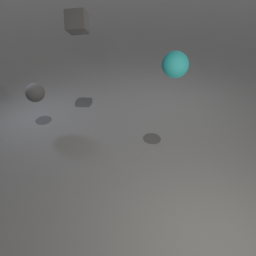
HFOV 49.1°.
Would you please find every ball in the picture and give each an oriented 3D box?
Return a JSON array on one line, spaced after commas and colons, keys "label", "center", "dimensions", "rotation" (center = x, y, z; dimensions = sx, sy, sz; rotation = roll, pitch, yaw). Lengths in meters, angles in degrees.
[{"label": "ball", "center": [-3.415, -1.299, 10.287], "dimensions": [0.700, 0.700, 0.700], "rotation": [0, 31, 0]}, {"label": "ball", "center": [1.236, -1.664, 7.341], "dimensions": [0.700, 0.700, 0.700], "rotation": [0, 31, 0]}]

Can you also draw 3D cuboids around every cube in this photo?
[{"label": "cube", "center": [-1.721, -3.604, 9.519], "dimensions": [0.700, 0.700, 0.700], "rotation": [-1, 4, 8]}]
